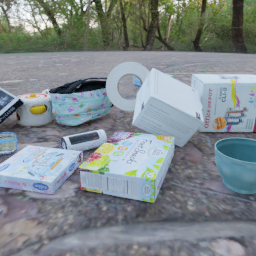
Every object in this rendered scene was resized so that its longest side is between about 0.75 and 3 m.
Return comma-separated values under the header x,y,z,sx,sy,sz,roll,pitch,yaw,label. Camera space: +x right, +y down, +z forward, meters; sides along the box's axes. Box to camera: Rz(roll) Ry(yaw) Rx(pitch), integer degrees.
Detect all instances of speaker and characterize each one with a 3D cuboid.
x,y,z,sx,sy,sz,roll,pitch,yaw,label
-1.480,0.466,9.562,1.486,0.603,0.603,-11,23,-30,speaker

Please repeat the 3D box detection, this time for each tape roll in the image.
x,y,z,sx,sy,sz,roll,pitch,yaw,label
0.095,-1.761,11.966,2.099,2.099,0.383,-1,10,-3,tape roll

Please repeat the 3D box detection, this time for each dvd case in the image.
x,y,z,sx,sy,sz,roll,pitch,yaw,label
-5.624,-0.704,11.611,2.083,0.343,2.772,-47,40,-17,dvd case

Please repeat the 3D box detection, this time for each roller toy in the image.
x,y,z,sx,sy,sz,roll,pitch,yaw,label
-4.123,-0.872,12.286,1.636,1.253,1.793,4,20,11,roller toy

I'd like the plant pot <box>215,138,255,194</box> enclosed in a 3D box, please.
x,y,z,sx,sy,sz,roll,pitch,yaw,label
3.030,1.029,7.291,1.592,1.067,1.592,0,20,0,plant pot

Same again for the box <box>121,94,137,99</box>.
x,y,z,sx,sy,sz,roll,pitch,yaw,label
-0.121,-1.538,15.479,1.976,0.357,1.413,8,22,24,box

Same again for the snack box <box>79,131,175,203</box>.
x,y,z,sx,sy,sz,roll,pitch,yaw,label
0.125,0.933,8.014,1.996,0.744,2.807,7,21,16,snack box

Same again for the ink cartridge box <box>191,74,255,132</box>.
x,y,z,sx,sy,sz,roll,pitch,yaw,label
4.133,-1.076,11.641,2.831,2.057,2.047,0,20,0,ink cartridge box

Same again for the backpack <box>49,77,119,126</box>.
x,y,z,sx,sy,sz,roll,pitch,yaw,label
-2.014,-1.236,12.469,2.414,1.831,2.893,-1,16,37,backpack

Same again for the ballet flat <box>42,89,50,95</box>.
x,y,z,sx,sy,sz,roll,pitch,yaw,label
-4.039,-1.643,15.023,2.482,0.849,0.844,2,22,6,ballet flat

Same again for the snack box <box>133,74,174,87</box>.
x,y,z,sx,sy,sz,roll,pitch,yaw,label
1.814,-3.451,20.132,2.330,0.788,1.965,-8,21,-26,snack box

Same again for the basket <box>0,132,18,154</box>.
x,y,z,sx,sy,sz,roll,pitch,yaw,label
-4.030,0.490,9.137,0.913,0.720,1.035,-5,-10,-12,basket

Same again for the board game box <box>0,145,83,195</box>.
x,y,z,sx,sy,sz,roll,pitch,yaw,label
-2.552,1.117,8.027,1.910,0.394,1.914,5,21,15,board game box

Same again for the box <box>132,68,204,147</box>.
x,y,z,sx,sy,sz,roll,pitch,yaw,label
1.407,-0.753,9.986,2.069,1.352,2.058,25,36,-12,box
